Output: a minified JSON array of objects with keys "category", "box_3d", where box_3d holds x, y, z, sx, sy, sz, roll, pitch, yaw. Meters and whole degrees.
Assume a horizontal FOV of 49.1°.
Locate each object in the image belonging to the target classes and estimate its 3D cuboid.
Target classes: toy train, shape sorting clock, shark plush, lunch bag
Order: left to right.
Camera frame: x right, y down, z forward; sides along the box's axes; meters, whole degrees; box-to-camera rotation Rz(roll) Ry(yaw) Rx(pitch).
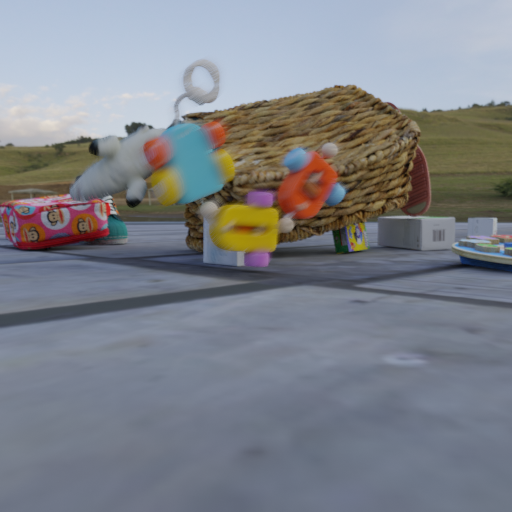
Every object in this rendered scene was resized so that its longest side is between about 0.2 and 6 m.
[{"category":"lunch bag","box_3d":[-4.458,-0.876,12.736,2.267,1.055,2.574,-14,16,-30]},{"category":"shark plush","box_3d":[-2.252,-1.986,10.427,1.165,1.271,2.798,-15,35,53]},{"category":"toy train","box_3d":[-0.197,-1.109,7.553,2.896,2.175,0.805,34,-15,-30]},{"category":"shape sorting clock","box_3d":[4.213,-0.082,8.120,2.615,0.513,2.615,0,4,0]}]

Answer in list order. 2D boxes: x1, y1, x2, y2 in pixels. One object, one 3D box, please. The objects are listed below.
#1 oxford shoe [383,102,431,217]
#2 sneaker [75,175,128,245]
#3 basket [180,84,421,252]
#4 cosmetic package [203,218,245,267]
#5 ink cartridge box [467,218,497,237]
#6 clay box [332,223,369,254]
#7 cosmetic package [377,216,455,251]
[{"category":"oxford shoe","box_3d":[3.285,-2.067,12.250,0.951,2.686,0.991,-20,-18,28]},{"category":"sneaker","box_3d":[-4.326,-1.265,14.880,1.224,1.370,3.430,-7,22,-32]},{"category":"basket","box_3d":[0.896,-1.154,10.975,4.179,3.113,2.983,-17,44,-23]},{"category":"cosmetic package","box_3d":[-0.388,-0.262,8.603,0.793,0.790,0.487,4,5,44]},{"category":"ink cartridge box","box_3d":[6.164,-0.705,15.264,0.656,0.659,0.907,3,5,30]},{"category":"clay box","box_3d":[1.917,-0.457,11.225,0.313,0.756,1.316,-11,-2,32]},{"category":"cosmetic package","box_3d":[3.522,-0.516,12.483,0.908,0.716,1.687,-4,7,-21]}]
